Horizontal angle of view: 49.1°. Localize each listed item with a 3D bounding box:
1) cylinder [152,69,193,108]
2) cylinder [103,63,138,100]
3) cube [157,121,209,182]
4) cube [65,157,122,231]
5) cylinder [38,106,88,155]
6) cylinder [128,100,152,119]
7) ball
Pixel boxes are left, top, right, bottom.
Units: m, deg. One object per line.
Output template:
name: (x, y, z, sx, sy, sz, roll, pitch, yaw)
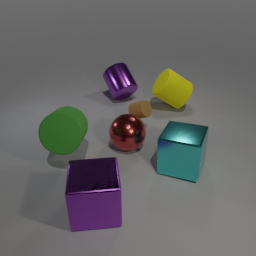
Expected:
cylinder: (2.111, -1.865, 13.322, 1.400, 1.400, 1.400, 28, 25, -19)
cylinder: (-0.394, -2.381, 14.395, 1.400, 1.400, 1.400, -18, 73, -28)
cube: (1.862, 0.742, 9.526, 1.400, 1.400, 1.400, 10, 31, 22)
cube: (-0.928, 1.808, 7.809, 1.400, 1.400, 1.400, -4, 31, -6)
cylinder: (-2.134, 0.043, 9.470, 1.400, 1.400, 1.400, 0, 13, -1)
cylinder: (0.491, -0.741, 11.466, 0.700, 0.700, 0.700, -9, 20, 40)
ball: (-0.018, 0.166, 10.573, 1.400, 1.400, 1.400, 0, 31, 0)
